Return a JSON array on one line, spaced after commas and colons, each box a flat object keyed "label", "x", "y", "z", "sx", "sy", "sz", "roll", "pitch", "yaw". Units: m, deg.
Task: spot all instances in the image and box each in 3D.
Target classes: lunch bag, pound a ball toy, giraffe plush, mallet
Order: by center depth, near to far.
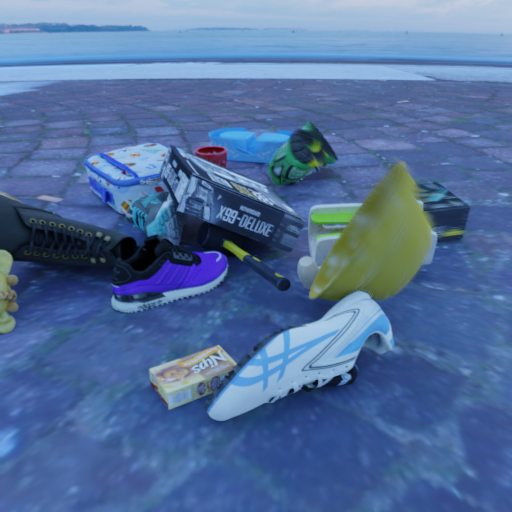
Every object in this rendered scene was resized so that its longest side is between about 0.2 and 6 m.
[{"label": "giraffe plush", "x": -4.043, "y": 0.467, "z": 7.591, "sx": 1.412, "sy": 1.503, "sz": 1.742, "roll": -4, "pitch": 25, "yaw": -36}, {"label": "mallet", "x": -0.077, "y": 0.045, "z": 9.085, "sx": 0.823, "sy": 0.514, "sz": 2.500, "roll": 13, "pitch": 12, "yaw": -39}, {"label": "pound a ball toy", "x": 1.746, "y": -0.050, "z": 9.225, "sx": 2.289, "sy": 0.972, "sz": 1.492, "roll": -4, "pitch": 44, "yaw": -2}, {"label": "lunch bag", "x": -2.683, "y": -1.804, "z": 12.794, "sx": 2.148, "sy": 1.013, "sz": 2.680, "roll": -17, "pitch": 29, "yaw": -29}]

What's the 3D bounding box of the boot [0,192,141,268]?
[{"label": "boot", "x": -3.166, "y": -0.299, "z": 8.601, "sx": 2.028, "sy": 1.136, "sz": 2.932, "roll": 12, "pitch": 6, "yaw": 14}]

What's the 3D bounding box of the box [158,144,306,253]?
[{"label": "box", "x": -0.564, "y": -1.132, "z": 10.472, "sx": 2.191, "sy": 0.691, "sz": 2.778, "roll": 20, "pitch": 14, "yaw": -22}]

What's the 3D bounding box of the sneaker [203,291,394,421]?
[{"label": "sneaker", "x": 0.579, "y": 1.238, "z": 6.436, "sx": 2.543, "sy": 0.914, "sz": 0.922, "roll": -25, "pitch": 71, "yaw": -27}]

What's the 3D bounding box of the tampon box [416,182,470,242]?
[{"label": "tampon box", "x": 3.386, "y": -0.840, "z": 10.848, "sx": 0.851, "sy": 0.717, "sz": 1.136, "roll": -7, "pitch": 33, "yaw": -14}]

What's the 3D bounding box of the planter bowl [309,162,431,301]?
[{"label": "planter bowl", "x": 1.706, "y": -0.097, "z": 7.618, "sx": 0.924, "sy": 2.219, "sz": 2.219, "roll": 34, "pitch": 28, "yaw": -1}]

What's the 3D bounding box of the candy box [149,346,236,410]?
[{"label": "candy box", "x": -0.723, "y": 1.423, "z": 6.646, "sx": 0.942, "sy": 0.260, "sz": 0.544, "roll": -14, "pitch": 28, "yaw": -28}]

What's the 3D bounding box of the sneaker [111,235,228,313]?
[{"label": "sneaker", "x": -1.279, "y": 0.116, "z": 8.589, "sx": 2.012, "sy": 1.001, "sz": 0.700, "roll": -20, "pitch": 31, "yaw": -35}]

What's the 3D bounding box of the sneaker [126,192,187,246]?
[{"label": "sneaker", "x": -1.958, "y": -0.689, "z": 10.625, "sx": 1.094, "sy": 0.931, "sz": 2.399, "roll": -4, "pitch": 16, "yaw": 1}]

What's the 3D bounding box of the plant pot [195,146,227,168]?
[{"label": "plant pot", "x": -1.140, "y": -2.346, "z": 14.238, "sx": 0.807, "sy": 0.735, "sz": 0.807, "roll": 0, "pitch": 24, "yaw": 0}]

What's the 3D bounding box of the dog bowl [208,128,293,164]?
[{"label": "dog bowl", "x": -0.041, "y": -3.161, "z": 16.089, "sx": 2.701, "sy": 0.670, "sz": 1.505, "roll": 7, "pitch": 26, "yaw": 14}]

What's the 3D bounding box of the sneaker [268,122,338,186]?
[{"label": "sneaker", "x": 1.079, "y": -2.497, "z": 13.946, "sx": 1.320, "sy": 1.209, "sz": 3.099, "roll": -36, "pitch": -2, "yaw": 26}]
